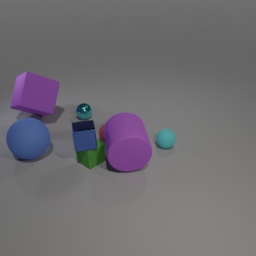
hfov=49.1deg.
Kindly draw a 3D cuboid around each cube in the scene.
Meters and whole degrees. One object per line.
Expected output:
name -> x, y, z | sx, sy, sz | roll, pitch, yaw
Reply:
cube -> -1.243, 0.804, 9.310 | 0.700, 0.700, 0.700 | 25, 38, 36
cube -> -1.375, 0.240, 8.846 | 0.700, 0.700, 0.700 | -8, 30, -9
cube -> -3.852, -1.360, 11.581 | 1.400, 1.400, 1.400 | 15, -9, -36

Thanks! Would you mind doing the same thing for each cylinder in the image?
cylinder -> -0.037, 0.433, 9.020 | 1.400, 1.400, 1.400 | -4, 35, -8

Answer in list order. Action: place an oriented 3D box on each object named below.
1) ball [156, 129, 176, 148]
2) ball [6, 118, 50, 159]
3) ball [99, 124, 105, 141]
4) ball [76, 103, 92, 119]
ball -> 1.369, 0.379, 10.057 | 0.700, 0.700, 0.700 | 0, 29, 0
ball -> -3.345, 0.355, 9.438 | 1.400, 1.400, 1.400 | 0, 29, 0
ball -> -0.742, 0.173, 10.439 | 0.700, 0.700, 0.700 | 0, 29, 0
ball -> -1.893, -0.723, 12.031 | 0.700, 0.700, 0.700 | 0, 29, 0
